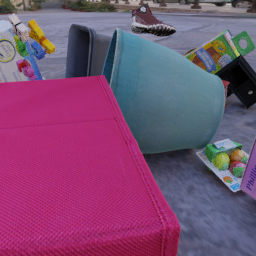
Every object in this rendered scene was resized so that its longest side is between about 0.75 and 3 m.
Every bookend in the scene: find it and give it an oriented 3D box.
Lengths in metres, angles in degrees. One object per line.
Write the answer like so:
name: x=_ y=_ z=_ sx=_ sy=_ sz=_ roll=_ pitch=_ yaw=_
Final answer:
bookend: x=3.742 y=-1.307 z=9.888 sx=1.762 sy=1.751 sz=0.812 roll=-37 pitch=6 yaw=35

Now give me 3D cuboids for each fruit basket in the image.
fruit basket: x=2.385 y=0.786 z=6.294 sx=1.209 sy=0.612 sz=1.306 roll=-12 pitch=32 yaw=-22

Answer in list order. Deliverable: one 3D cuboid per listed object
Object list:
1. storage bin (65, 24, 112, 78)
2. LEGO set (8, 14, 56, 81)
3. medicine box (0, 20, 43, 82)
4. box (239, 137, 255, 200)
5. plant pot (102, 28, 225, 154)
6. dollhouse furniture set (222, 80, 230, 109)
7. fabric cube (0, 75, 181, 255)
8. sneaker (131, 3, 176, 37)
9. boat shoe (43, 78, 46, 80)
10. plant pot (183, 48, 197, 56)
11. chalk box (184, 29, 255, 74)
storage bin: x=-1.174 y=-2.314 z=10.411 sx=1.808 sy=2.691 sz=1.959 roll=-6 pitch=25 yaw=-36
LEGO set: x=-2.000 y=-1.699 z=6.109 sx=0.707 sy=1.723 sz=0.657 roll=43 pitch=63 yaw=7
medicine box: x=-4.252 y=-1.683 z=8.631 sx=1.340 sy=2.372 sz=2.604 roll=25 pitch=49 yaw=39
box: x=3.898 y=1.000 z=4.735 sx=2.403 sy=1.321 sz=2.732 roll=-7 pitch=26 yaw=-30
plant pot: x=0.690 y=-0.639 z=6.955 sx=2.743 sy=2.919 sz=2.919 roll=11 pitch=25 yaw=-12
dollhouse furniture set: x=2.591 y=-1.229 z=9.825 sx=0.714 sy=0.944 sz=1.755 roll=-32 pitch=38 yaw=-34
fabric cube: x=-1.426 y=1.251 z=2.958 sx=2.897 sy=2.852 sz=2.907 roll=-4 pitch=27 yaw=-12
sneaker: x=0.984 y=-4.164 z=10.637 sx=1.940 sy=1.121 sz=0.734 roll=-3 pitch=-5 yaw=-29
boat shoe: x=-3.428 y=-1.648 z=10.726 sx=2.182 sy=0.717 sz=0.785 roll=17 pitch=9 yaw=36
plant pot: x=3.165 y=-2.864 z=12.903 sx=1.336 sy=1.336 sz=0.897 roll=10 pitch=-12 yaw=19
chalk box: x=3.492 y=-2.669 z=10.731 sx=2.504 sy=1.563 sz=1.552 roll=-29 pitch=10 yaw=35
